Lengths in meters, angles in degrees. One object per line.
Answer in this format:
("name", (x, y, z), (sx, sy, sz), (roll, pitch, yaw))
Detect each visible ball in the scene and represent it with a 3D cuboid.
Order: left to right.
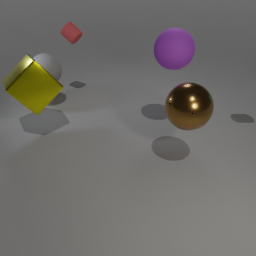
("ball", (-3.594, -2.529, 12.201), (1.400, 1.400, 1.400), (0, 32, 0))
("ball", (1.583, -2.704, 9.615), (1.400, 1.400, 1.400), (0, 32, 0))
("ball", (1.776, -0.623, 8.175), (1.400, 1.400, 1.400), (0, 32, 0))

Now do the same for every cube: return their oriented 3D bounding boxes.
("cube", (-3.439, -1.571, 10.073), (1.400, 1.400, 1.400), (-48, 35, -3))

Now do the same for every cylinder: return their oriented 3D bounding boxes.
("cylinder", (-2.513, -4.228, 12.484), (0.700, 0.700, 0.700), (43, 37, -5))
